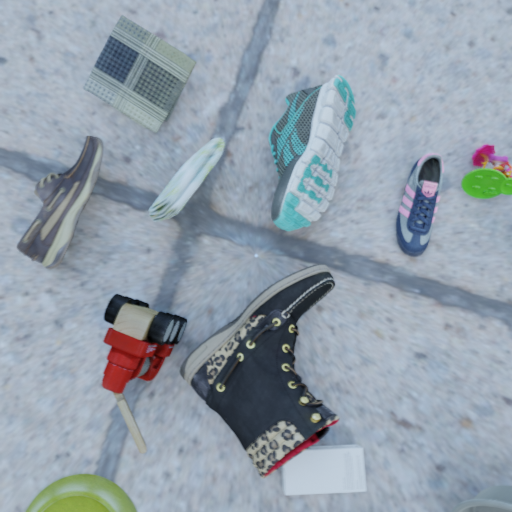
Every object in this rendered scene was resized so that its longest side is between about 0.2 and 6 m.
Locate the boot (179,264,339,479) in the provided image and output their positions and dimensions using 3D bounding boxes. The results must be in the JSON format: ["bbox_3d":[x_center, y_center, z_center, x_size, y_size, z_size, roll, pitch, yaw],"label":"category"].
[{"bbox_3d":[0.439,1.524,7.692,2.601,0.952,1.958,-37,63,-4],"label":"boot"}]

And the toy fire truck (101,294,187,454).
[{"bbox_3d":[-1.600,1.567,7.629,1.134,1.551,1.762,21,83,5],"label":"toy fire truck"}]

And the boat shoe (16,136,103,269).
[{"bbox_3d":[-2.910,-0.883,8.330,0.781,0.794,2.132,23,79,-18],"label":"boat shoe"}]

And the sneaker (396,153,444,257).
[{"bbox_3d":[2.533,-0.819,8.626,0.574,0.671,1.636,10,77,2],"label":"sneaker"}]

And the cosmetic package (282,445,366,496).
[{"bbox_3d":[0.923,2.973,7.815,1.123,0.477,0.604,-1,76,1],"label":"cosmetic package"}]

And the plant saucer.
[{"bbox_3d":[-2.471,3.947,7.692,1.764,0.274,1.764,0,77,1],"label":"plant saucer"}]

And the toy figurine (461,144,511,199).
[{"bbox_3d":[3.687,-1.388,8.728,0.876,0.658,0.807,8,56,16],"label":"toy figurine"}]

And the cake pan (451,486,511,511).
[{"bbox_3d":[3.575,3.767,6.798,2.446,2.446,0.449,45,56,10],"label":"cake pan"}]

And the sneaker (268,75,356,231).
[{"bbox_3d":[0.661,-1.560,8.691,1.186,1.008,2.599,6,66,38],"label":"sneaker"}]

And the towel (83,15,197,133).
[{"bbox_3d":[-1.844,-2.862,8.950,1.413,0.244,1.360,32,105,-7],"label":"towel"}]

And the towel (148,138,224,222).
[{"bbox_3d":[-1.023,-1.086,8.246,0.311,1.105,1.291,40,68,-17],"label":"towel"}]
